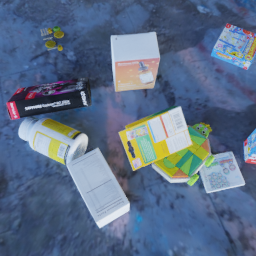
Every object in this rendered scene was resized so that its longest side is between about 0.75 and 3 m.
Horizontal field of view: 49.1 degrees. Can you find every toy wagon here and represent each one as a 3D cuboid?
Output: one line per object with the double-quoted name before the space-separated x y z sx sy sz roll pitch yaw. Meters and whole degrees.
"toy wagon" 1.915 0.622 9.398 1.956 0.499 2.520 39 71 22

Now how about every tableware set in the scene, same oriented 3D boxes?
"tableware set" -3.140 -3.802 11.928 0.919 0.209 1.365 -19 64 -13

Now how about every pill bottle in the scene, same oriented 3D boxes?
"pill bottle" -2.474 0.364 9.237 2.082 1.166 1.166 23 65 13

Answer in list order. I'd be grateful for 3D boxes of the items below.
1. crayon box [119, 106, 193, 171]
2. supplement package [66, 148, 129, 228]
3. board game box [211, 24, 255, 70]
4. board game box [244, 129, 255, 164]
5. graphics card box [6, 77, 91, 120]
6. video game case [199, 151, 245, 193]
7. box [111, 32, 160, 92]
"crayon box" 0.647 0.225 6.871 1.648 0.425 1.036 -22 101 -11
"supplement package" -0.897 1.830 8.550 1.123 1.081 1.974 -27 66 -13
"board game box" 4.496 -3.376 11.543 1.588 0.453 1.621 26 66 13
"board game box" 5.365 0.405 8.322 2.834 2.774 0.792 9 63 5
"graphics card box" -2.635 -1.081 9.765 2.683 0.682 1.683 -9 24 -3
"video game case" 3.038 1.440 9.272 1.293 0.153 1.177 -11 64 -5
"box" 0.214 -2.313 10.084 1.543 2.026 1.077 -6 69 -3
